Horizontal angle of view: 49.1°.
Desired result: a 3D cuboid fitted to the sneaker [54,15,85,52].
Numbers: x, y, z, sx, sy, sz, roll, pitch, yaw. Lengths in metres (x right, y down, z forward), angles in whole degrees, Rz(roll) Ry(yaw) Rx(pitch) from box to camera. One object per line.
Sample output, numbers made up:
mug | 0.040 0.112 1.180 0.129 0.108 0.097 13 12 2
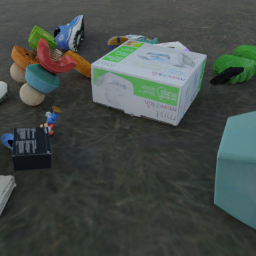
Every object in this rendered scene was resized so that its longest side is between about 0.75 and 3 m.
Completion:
sneaker | -2.693 -4.414 12.756 1.255 1.106 2.815 5 37 2

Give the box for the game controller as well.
game controller | 3.042 -1.601 8.646 0.607 1.163 0.245 -12 81 -17

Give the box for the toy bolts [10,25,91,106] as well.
toy bolts | -2.590 -1.751 9.279 2.657 1.929 2.782 31 14 -28

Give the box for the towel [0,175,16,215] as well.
towel | -3.214 1.388 5.702 1.613 0.278 1.069 2 35 3

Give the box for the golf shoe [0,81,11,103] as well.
golf shoe | -4.853 -1.054 8.247 2.644 1.165 1.021 -21 41 -27

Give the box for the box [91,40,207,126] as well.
box | 0.669 -1.511 8.698 2.791 1.350 2.463 19 39 21

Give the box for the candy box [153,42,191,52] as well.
candy box | 1.716 -2.837 11.082 1.324 0.565 1.579 -10 39 -13

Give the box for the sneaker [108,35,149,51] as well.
sneaker | -0.069 -3.677 12.209 1.922 0.724 0.847 -9 29 -26

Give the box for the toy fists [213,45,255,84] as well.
toy fists | 4.253 -2.325 10.221 2.443 0.840 1.246 -30 39 -31

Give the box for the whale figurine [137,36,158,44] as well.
whale figurine | 0.770 -3.414 11.687 1.020 0.811 0.529 -7 38 21

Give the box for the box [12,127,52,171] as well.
box | -2.102 0.427 6.151 0.768 0.429 1.088 -4 32 -17

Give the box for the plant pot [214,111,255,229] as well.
plant pot | 3.199 0.822 5.065 2.955 2.087 2.088 9 37 24

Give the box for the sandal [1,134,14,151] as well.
sandal | -2.819 0.360 6.880 0.957 0.416 0.380 22 76 30

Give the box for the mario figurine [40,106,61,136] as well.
mario figurine | -2.100 -0.162 7.344 0.445 0.840 0.518 30 11 5
